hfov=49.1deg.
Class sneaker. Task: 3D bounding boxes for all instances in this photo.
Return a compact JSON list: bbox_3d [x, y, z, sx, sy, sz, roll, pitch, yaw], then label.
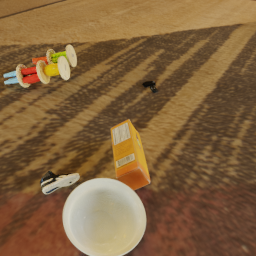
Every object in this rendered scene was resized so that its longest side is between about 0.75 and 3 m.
[{"bbox_3d":[-1.633,1.147,6.577,0.890,0.325,0.498,-21,47,-22],"label":"sneaker"}]

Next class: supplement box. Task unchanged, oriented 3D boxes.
[{"bbox_3d":[0.023,0.615,6.921,0.647,0.626,1.881,-25,35,13],"label":"supplement box"}]

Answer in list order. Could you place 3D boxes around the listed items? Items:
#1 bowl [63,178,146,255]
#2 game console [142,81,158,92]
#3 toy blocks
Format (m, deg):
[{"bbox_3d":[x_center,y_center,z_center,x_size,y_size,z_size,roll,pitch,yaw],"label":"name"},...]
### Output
[{"bbox_3d":[-0.483,1.779,5.336,1.536,0.691,1.536,10,48,-11],"label":"bowl"},{"bbox_3d":[0.844,-1.509,10.249,0.460,0.094,0.780,-11,38,-14],"label":"game console"},{"bbox_3d":[-3.297,-2.283,10.519,2.366,0.859,1.972,-8,35,11],"label":"toy blocks"}]
